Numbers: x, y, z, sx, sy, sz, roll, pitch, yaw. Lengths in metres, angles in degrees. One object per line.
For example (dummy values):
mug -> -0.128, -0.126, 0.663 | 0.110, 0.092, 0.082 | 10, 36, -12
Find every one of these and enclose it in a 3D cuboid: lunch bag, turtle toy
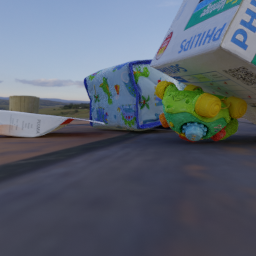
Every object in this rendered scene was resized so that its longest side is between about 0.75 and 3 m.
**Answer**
lunch bag -> 0.596, -0.778, 6.883 | 2.639, 1.682, 2.244 | -13, 9, -34
turtle toy -> 0.998, -0.166, 3.736 | 1.367, 0.691, 0.996 | 1, 19, -35

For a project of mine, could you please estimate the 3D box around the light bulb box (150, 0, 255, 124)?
light bulb box -> 1.857, -0.999, 3.768 | 2.289, 1.428, 2.269 | 26, 1, -14

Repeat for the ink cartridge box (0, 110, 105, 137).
ink cartridge box -> -1.361, -0.017, 5.206 | 1.804, 0.452, 1.463 | 9, 1, -6
